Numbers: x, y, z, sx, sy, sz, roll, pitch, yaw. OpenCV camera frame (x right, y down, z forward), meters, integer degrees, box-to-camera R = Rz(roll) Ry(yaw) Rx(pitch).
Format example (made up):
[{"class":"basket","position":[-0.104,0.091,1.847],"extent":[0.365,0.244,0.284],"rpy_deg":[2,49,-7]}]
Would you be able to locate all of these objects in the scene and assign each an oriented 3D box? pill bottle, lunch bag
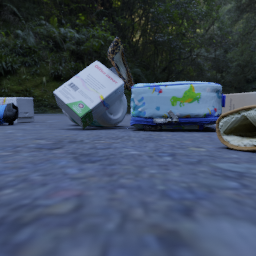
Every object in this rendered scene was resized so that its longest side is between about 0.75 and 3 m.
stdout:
[{"class":"pill bottle","position":[-1.237,-0.715,9.380],"extent":[2.322,1.286,1.286],"rpy_deg":[3,5,45]},{"class":"lunch bag","position":[1.364,-0.607,7.921],"extent":[2.410,1.236,2.998],"rpy_deg":[-1,3,8]}]

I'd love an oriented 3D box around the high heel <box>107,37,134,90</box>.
[{"class":"high heel","position":[-0.088,-1.706,7.623],"extent":[0.505,1.008,1.414],"rpy_deg":[-35,-23,-25]}]

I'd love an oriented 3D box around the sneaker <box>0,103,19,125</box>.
[{"class":"sneaker","position":[-4.624,-0.532,10.276],"extent":[1.120,0.773,2.013],"rpy_deg":[-8,11,-28]}]

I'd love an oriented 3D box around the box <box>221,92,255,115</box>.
[{"class":"box","position":[5.209,-0.926,12.753],"extent":[1.096,1.339,2.820],"rpy_deg":[-2,3,-24]}]

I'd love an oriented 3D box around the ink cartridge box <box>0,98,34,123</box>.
[{"class":"ink cartridge box","position":[-4.916,-0.759,11.925],"extent":[1.437,1.049,1.054],"rpy_deg":[1,5,20]}]

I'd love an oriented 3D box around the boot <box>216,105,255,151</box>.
[{"class":"boot","position":[2.599,-0.046,3.557],"extent":[2.212,0.732,1.937],"rpy_deg":[-1,-9,-35]}]

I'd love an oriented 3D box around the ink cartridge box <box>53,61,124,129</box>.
[{"class":"ink cartridge box","position":[-1.031,-0.935,7.698],"extent":[1.143,1.579,0.663],"rpy_deg":[41,-22,20]}]
